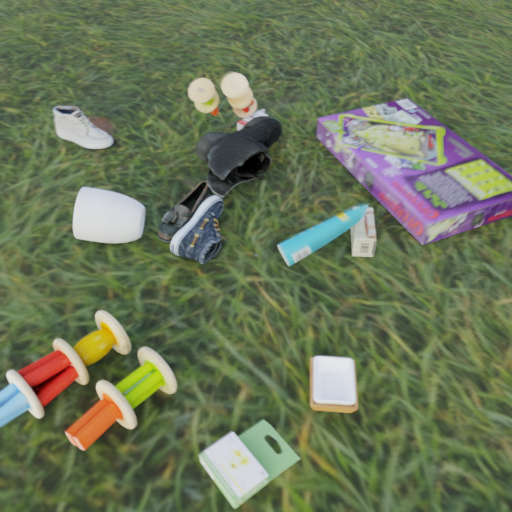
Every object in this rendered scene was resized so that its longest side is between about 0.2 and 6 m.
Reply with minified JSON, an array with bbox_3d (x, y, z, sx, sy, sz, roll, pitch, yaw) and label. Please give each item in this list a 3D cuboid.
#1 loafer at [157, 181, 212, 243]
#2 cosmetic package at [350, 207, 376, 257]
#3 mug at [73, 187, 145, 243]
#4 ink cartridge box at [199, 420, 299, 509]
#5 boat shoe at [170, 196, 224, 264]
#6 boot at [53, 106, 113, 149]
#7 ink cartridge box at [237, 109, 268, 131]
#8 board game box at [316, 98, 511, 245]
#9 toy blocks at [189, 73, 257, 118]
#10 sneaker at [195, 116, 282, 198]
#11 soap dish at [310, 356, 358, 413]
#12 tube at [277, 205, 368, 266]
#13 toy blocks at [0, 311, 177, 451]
[{"bbox_3d":[-1.587,-1.027,12.346,0.651,0.570,1.811,22,47,18],"label":"loafer"},{"bbox_3d":[2.256,-0.515,11.840,0.454,0.538,1.040,2,45,4],"label":"cosmetic package"},{"bbox_3d":[-3.041,-0.845,11.921,1.303,1.097,1.486,9,13,-5],"label":"mug"},{"bbox_3d":[-0.092,2.990,8.315,1.230,0.295,0.895,-29,50,-25],"label":"ink cartridge box"},{"bbox_3d":[-0.988,-0.528,11.853,0.821,0.640,1.808,24,52,16],"label":"boat shoe"},{"bbox_3d":[-4.590,-3.403,14.683,1.743,0.833,0.641,17,46,17],"label":"boot"},{"bbox_3d":[-0.019,-3.407,14.845,0.361,0.624,1.071,31,51,29],"label":"ink cartridge box"},{"bbox_3d":[3.847,-2.293,13.663,2.884,0.776,4.806,-13,45,-19],"label":"board game box"},{"bbox_3d":[-0.775,-3.893,14.258,1.482,1.779,0.646,-5,80,10],"label":"toy blocks"},{"bbox_3d":[-0.148,-2.422,13.366,3.196,0.960,1.667,-25,48,-37],"label":"sneaker"},{"bbox_3d":[1.251,2.114,9.158,0.746,0.385,0.949,3,44,3],"label":"soap dish"},{"bbox_3d":[1.385,-0.454,11.291,1.935,0.749,0.488,-28,82,-2],"label":"tube"},{"bbox_3d":[-2.832,2.193,8.692,2.097,0.914,2.517,32,52,30],"label":"toy blocks"}]
